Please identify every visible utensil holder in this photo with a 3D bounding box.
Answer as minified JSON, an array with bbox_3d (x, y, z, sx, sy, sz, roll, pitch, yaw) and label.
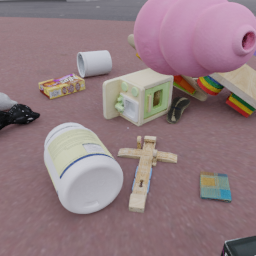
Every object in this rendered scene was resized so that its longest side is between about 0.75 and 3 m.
[{"bbox_3d":[-1.536,-2.964,12.810,1.321,1.122,1.122,-14,34,-23],"label":"utensil holder"}]

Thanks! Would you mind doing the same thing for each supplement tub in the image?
[{"bbox_3d":[-1.089,0.809,6.312,1.382,1.382,1.906,-15,34,-22],"label":"supplement tub"}]

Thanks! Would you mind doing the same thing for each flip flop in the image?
[{"bbox_3d":[1.707,-0.593,9.632,0.576,0.409,1.421,20,51,16],"label":"flip flop"}]

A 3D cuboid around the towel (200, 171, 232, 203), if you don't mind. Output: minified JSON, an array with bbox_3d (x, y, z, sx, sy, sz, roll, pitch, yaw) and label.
[{"bbox_3d":[2.053,1.375,6.632,0.689,0.102,0.940,6,30,9],"label":"towel"}]

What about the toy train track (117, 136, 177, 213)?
[{"bbox_3d":[0.423,0.902,7.067,1.615,0.458,2.816,5,32,9],"label":"toy train track"}]

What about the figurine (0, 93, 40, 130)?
[{"bbox_3d":[-4.449,-0.496,9.054,2.387,1.027,2.329,25,31,36],"label":"figurine"}]

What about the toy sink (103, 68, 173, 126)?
[{"bbox_3d":[0.374,-0.982,9.274,2.128,1.387,1.192,-22,38,-34],"label":"toy sink"}]

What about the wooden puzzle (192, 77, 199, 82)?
[{"bbox_3d":[3.431,-2.601,12.920,1.835,0.369,1.983,1,31,3],"label":"wooden puzzle"}]

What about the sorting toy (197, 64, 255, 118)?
[{"bbox_3d":[3.681,-1.655,10.010,2.559,0.896,2.575,37,39,4],"label":"sorting toy"}]

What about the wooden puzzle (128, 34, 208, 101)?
[{"bbox_3d":[1.414,-2.172,10.493,0.537,2.883,2.667,-51,42,3],"label":"wooden puzzle"}]

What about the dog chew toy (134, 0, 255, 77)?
[{"bbox_3d":[1.005,-1.408,4.302,1.409,1.409,2.262,-12,25,-19],"label":"dog chew toy"}]

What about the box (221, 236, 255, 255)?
[{"bbox_3d":[2.175,2.700,2.393,1.846,2.206,2.970,-7,32,-11],"label":"box"}]

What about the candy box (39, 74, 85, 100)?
[{"bbox_3d":[-2.655,-1.698,11.352,1.603,0.452,0.935,-24,39,-31],"label":"candy box"}]

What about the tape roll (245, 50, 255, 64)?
[{"bbox_3d":[5.237,-2.555,11.621,0.690,1.623,1.623,-23,38,-33],"label":"tape roll"}]
